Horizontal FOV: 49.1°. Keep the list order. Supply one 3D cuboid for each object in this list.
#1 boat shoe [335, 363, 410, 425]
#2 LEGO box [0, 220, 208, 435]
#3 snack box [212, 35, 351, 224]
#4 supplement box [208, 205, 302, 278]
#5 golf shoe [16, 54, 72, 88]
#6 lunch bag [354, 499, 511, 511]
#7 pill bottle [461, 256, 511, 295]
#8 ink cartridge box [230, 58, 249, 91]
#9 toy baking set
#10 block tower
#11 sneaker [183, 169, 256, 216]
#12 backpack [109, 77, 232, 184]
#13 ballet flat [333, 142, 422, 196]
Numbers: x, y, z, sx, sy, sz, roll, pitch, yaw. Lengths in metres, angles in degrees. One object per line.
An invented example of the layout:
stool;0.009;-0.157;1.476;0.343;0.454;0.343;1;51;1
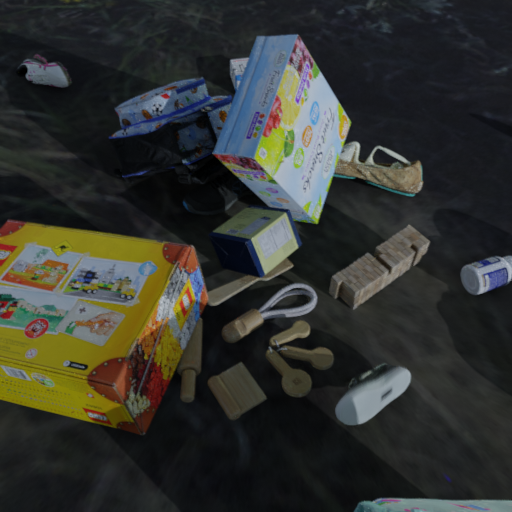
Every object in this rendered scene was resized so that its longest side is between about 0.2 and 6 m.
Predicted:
boat shoe;1.733;2.129;8.752;1.591;0.562;0.506;-16;23;-37
LEGO box;-3.054;0.986;9.120;3.683;1.421;2.743;8;48;17
snack box;0.642;-2.307;10.804;0.988;2.919;2.462;12;78;31
supplement box;-0.016;-0.312;10.721;1.193;0.801;1.194;-38;31;-30
golf shoe;-5.814;-4.939;15.392;1.896;0.688;0.873;26;56;33
lunch bag;2.240;3.543;5.947;2.586;3.035;1.851;4;47;2
pill bottle;4.437;0.336;10.565;0.973;0.583;0.583;-15;49;-14
ink cartridge box;-0.230;-4.995;15.526;0.846;0.489;1.159;-9;48;-8
toy baking set;-0.088;1.329;9.795;2.596;0.394;3.382;-4;44;-6
block tower;2.350;0.220;10.620;2.072;0.560;0.599;-30;57;-22
sneaker;-0.516;-1.650;12.131;2.357;0.966;0.863;-24;54;-18
backpack;-1.664;-2.746;12.266;2.656;2.046;2.530;8;25;43
ballet flat;2.395;-2.065;12.493;2.680;0.875;0.945;14;21;9
